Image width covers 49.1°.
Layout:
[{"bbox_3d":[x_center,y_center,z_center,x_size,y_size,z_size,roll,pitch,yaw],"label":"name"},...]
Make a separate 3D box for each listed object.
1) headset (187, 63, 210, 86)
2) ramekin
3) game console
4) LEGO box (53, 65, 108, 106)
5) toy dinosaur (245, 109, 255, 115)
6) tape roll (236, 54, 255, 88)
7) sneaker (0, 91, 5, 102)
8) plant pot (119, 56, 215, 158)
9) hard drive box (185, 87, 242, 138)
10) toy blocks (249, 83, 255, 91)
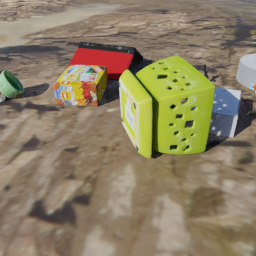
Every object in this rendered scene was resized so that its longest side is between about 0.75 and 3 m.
[{"bbox_3d":[2.149,-2.070,11.662,2.450,1.151,1.513,-18,31,-1],"label":"headset"},{"bbox_3d":[-4.471,-1.615,10.537,0.497,1.018,1.018,-35,33,8],"label":"ramekin"},{"bbox_3d":[-1.028,-3.104,13.590,2.929,1.738,2.524,12,3,17],"label":"game console"},{"bbox_3d":[-1.740,-1.693,10.818,1.573,0.815,2.112,3,32,5],"label":"LEGO box"},{"bbox_3d":[4.453,-0.554,9.622,0.839,0.199,0.370,-10,27,-22],"label":"toy dinosaur"},{"bbox_3d":[6.025,-2.348,11.826,2.621,0.866,2.621,1,33,0],"label":"tape roll"},{"bbox_3d":[-4.949,-1.524,10.788,0.505,0.587,1.387,-14,33,-19],"label":"sneaker"},{"bbox_3d":[0.902,-0.529,7.753,1.959,2.148,2.159,-12,37,-14],"label":"plant pot"},{"bbox_3d":[2.823,-0.637,9.200,1.518,0.748,1.948,13,34,19],"label":"hard drive box"},{"bbox_3d":[5.038,-1.428,10.476,1.048,0.457,1.257,7,20,-47],"label":"toy blocks"}]
